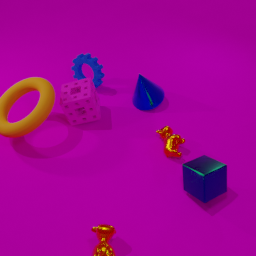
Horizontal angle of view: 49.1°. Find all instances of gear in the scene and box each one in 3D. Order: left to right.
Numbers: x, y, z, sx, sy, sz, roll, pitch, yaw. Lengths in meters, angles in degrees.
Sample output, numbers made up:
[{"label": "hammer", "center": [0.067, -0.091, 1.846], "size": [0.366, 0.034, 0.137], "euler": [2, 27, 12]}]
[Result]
[{"label": "gear", "center": [-1.422, -1.985, 9.890], "size": [1.266, 1.266, 0.234], "euler": [22, 38, 20]}]

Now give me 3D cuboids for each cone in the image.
[{"label": "cone", "center": [0.524, -1.379, 9.194], "size": [1.156, 1.161, 1.156], "euler": [-10, 54, 14]}]

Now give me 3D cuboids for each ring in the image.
[{"label": "ring", "center": [-3.034, -0.632, 8.133], "size": [2.052, 0.410, 2.052], "euler": [-12, 54, 18]}]

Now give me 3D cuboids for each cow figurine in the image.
[{"label": "cow figurine", "center": [-0.522, 2.525, 5.773], "size": [0.558, 1.016, 1.000], "euler": [10, 10, -10]}, {"label": "cow figurine", "center": [1.177, 0.398, 8.136], "size": [0.939, 0.524, 0.955], "euler": [-1, 65, 44]}]

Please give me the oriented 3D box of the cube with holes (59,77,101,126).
[{"label": "cube with holes", "center": [-1.484, -0.828, 8.865], "size": [0.970, 0.970, 0.970], "euler": [-13, 46, 6]}]

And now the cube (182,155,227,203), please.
[{"label": "cube", "center": [1.869, 1.218, 6.840], "size": [0.761, 0.761, 0.761], "euler": [-18, 22, -26]}]
